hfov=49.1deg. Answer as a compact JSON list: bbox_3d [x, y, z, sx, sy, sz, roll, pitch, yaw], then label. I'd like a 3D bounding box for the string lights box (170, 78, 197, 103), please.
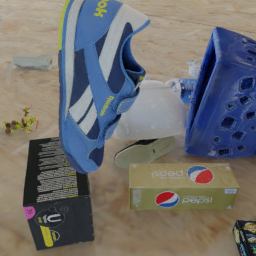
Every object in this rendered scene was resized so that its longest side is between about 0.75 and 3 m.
[{"bbox_3d":[2.426,-1.327,9.933,1.813,0.535,0.932,2,36,3],"label":"string lights box"}]

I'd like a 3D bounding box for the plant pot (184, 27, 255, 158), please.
[{"bbox_3d":[3.105,-0.818,7.456,2.489,2.768,2.768,14,37,6],"label":"plant pot"}]

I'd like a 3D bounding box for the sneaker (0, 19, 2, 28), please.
[{"bbox_3d":[-2.699,-2.020,4.761,0.656,1.691,0.771,13,69,3],"label":"sneaker"}]

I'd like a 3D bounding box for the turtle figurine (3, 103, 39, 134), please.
[{"bbox_3d":[-3.186,-0.197,8.452,1.026,0.410,1.272,-17,52,-8],"label":"turtle figurine"}]

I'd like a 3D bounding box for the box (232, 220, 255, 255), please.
[{"bbox_3d":[2.896,2.309,4.961,1.681,0.387,1.336,1,35,1],"label":"box"}]

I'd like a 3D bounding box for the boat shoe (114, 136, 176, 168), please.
[{"bbox_3d":[0.396,0.575,7.328,1.727,0.620,0.584,-20,21,-23],"label":"boat shoe"}]

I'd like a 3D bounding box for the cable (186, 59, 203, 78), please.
[{"bbox_3d":[3.202,-2.389,11.479,1.411,0.489,1.411,-7,37,-13],"label":"cable"}]

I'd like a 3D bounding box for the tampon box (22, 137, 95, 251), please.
[{"bbox_3d":[-1.355,1.215,5.649,1.141,1.355,1.807,-7,36,-9],"label":"tampon box"}]

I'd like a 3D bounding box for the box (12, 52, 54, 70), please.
[{"bbox_3d":[-4.099,-2.916,12.164,1.577,0.539,0.648,5,36,8],"label":"box"}]

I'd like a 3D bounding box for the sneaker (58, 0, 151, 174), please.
[{"bbox_3d":[-0.336,-0.418,3.871,1.077,2.618,0.968,7,30,1],"label":"sneaker"}]

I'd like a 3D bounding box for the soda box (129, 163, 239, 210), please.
[{"bbox_3d":[1.147,1.270,6.141,2.245,0.719,0.760,0,36,-1],"label":"soda box"}]

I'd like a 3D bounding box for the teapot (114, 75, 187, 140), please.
[{"bbox_3d":[0.489,-0.600,7.422,2.156,1.595,2.184,-7,7,-5],"label":"teapot"}]

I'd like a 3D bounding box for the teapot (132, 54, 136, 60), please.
[{"bbox_3d":[-0.209,-2.563,11.472,1.113,0.813,1.099,43,75,7],"label":"teapot"}]
